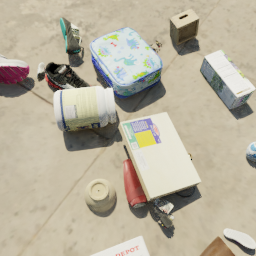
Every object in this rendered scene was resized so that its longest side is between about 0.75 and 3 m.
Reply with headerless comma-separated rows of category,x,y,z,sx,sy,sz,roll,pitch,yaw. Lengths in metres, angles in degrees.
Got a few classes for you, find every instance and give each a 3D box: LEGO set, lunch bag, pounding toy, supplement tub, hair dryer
LEGO set,1.124,-3.533,12.547,1.032,0.292,0.670,-26,69,-28
lunch bag,-0.152,-2.712,11.535,2.290,1.175,2.849,-29,66,-16
pounding toy,2.580,-4.624,12.628,1.378,1.268,0.980,-26,65,-4
supplement tub,-1.541,-0.723,10.274,2.095,1.519,1.519,-7,62,-4
hair dryer,0.781,1.969,9.451,2.553,0.694,1.945,36,54,10

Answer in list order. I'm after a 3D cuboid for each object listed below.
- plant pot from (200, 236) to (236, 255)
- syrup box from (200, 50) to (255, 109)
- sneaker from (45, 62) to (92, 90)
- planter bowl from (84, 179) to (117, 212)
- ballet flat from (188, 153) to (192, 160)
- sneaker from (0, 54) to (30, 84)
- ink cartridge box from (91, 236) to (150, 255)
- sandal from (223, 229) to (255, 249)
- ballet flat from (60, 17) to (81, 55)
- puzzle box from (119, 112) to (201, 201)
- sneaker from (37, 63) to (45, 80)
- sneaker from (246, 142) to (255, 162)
plant pot,2.328,4.259,7.665,1.847,1.726,1.726,-36,67,-2
syrup box,3.950,-1.969,11.294,0.921,0.891,2.262,-24,64,-12
sneaker,-2.326,-1.882,11.105,2.405,1.175,0.850,29,63,13
planter bowl,-0.930,2.134,9.180,1.089,0.733,1.089,0,62,0
ballet flat,1.989,1.233,9.904,0.316,0.292,0.895,24,64,21
sneaker,-5.486,-2.663,11.502,2.950,1.200,1.301,3,64,1
ink cartridge box,-0.022,4.570,7.652,1.879,1.091,2.604,-18,63,-10
sandal,3.488,3.460,8.760,0.993,0.244,0.404,23,48,26
ballet flat,-2.530,-4.087,12.537,0.782,0.777,2.286,-5,58,-19
puzzle box,1.028,0.849,9.536,1.898,0.363,2.852,-13,63,-19
sneaker,-3.710,-2.387,11.917,0.291,0.293,0.809,15,71,-26
sneaker,5.323,0.729,9.908,2.220,0.805,0.798,-8,61,-6
